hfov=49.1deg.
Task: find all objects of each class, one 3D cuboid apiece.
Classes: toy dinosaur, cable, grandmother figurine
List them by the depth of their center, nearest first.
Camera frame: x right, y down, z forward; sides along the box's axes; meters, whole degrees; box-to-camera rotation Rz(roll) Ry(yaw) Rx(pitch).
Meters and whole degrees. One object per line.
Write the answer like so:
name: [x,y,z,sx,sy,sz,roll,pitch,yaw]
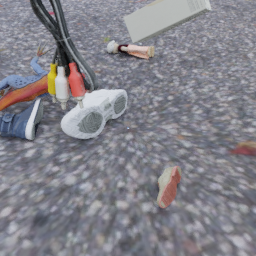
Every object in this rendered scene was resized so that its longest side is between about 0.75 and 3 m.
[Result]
cable: [-1.222,-1.410,5.196,1.131,2.328,0.586,11,39,28]
toy dinosaur: [-2.470,-1.015,7.774,2.454,1.420,2.705,-2,56,8]
grandmother figurine: [0.032,-3.101,11.073,1.886,0.571,1.143,11,10,19]

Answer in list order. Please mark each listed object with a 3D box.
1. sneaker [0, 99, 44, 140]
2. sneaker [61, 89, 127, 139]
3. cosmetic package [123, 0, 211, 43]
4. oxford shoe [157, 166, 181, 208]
sneaker: [-2.869,-0.311,7.376,1.085,0.571,1.502,3,39,-1]
sneaker: [-1.035,-0.442,7.461,1.135,0.890,2.284,16,31,30]
cosmetic package: [0.936,-2.681,6.591,1.832,0.670,0.948,-17,11,26]
oxford shoe: [0.773,1.200,5.699,0.374,0.359,1.013,-9,30,38]
